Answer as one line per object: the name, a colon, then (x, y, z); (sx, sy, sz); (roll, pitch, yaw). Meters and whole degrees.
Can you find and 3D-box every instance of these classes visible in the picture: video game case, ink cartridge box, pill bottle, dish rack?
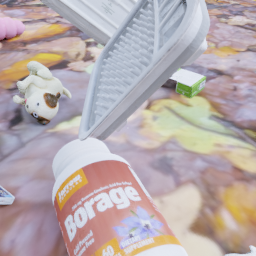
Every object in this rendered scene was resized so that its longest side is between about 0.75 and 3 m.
video game case: (-3.397, 1.024, 5.558); (1.744, 1.589, 0.200); (24, 87, 28)
ink cartridge box: (1.874, -1.566, 9.465); (1.200, 0.455, 0.887); (28, 47, 33)
pill bottle: (-0.373, 1.454, 4.767); (1.583, 1.583, 2.822); (-17, 41, -20)
dish rack: (0.181, -1.060, 4.054); (0.553, 2.539, 2.179); (26, 44, -25)

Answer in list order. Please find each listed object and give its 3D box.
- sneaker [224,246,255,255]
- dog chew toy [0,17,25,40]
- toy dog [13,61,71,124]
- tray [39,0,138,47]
sneaker: (1.620, 2.457, 4.396); (1.775, 0.661, 0.773); (-10, 27, -23)
dog chew toy: (-5.622, -4.589, 12.850); (1.730, 1.077, 1.077); (-13, 40, -29)
toy dog: (-2.504, -0.857, 8.195); (1.658, 1.193, 1.710); (27, 26, -30)
tray: (-0.453, -2.667, 6.217); (2.769, 1.487, 0.307); (29, 14, -30)
